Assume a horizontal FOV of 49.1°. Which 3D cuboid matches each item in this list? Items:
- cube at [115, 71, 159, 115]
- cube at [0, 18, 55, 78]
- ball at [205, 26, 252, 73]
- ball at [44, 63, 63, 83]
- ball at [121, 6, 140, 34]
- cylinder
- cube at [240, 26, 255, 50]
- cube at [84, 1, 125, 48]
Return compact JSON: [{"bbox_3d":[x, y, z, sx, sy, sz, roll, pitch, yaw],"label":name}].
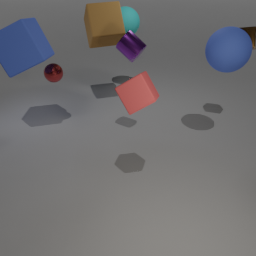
[{"bbox_3d":[0.230,-0.826,6.505,0.700,0.700,0.700,-27,8,19],"label":"cube"},{"bbox_3d":[-3.578,-2.752,9.499,1.400,1.400,1.400,-23,22,9],"label":"cube"},{"bbox_3d":[3.164,-2.465,8.847,1.400,1.400,1.400,0,28,0],"label":"ball"},{"bbox_3d":[-2.751,-2.034,10.348,0.700,0.700,0.700,0,28,0],"label":"ball"},{"bbox_3d":[-0.125,-5.163,13.644,1.400,1.400,1.400,0,28,0],"label":"ball"},{"bbox_3d":[0.100,-2.531,8.713,0.700,0.700,0.700,42,34,-4],"label":"cylinder"},{"bbox_3d":[4.198,-3.182,10.003,0.700,0.700,0.700,5,10,26],"label":"cube"},{"bbox_3d":[-1.036,-4.380,11.984,1.400,1.400,1.400,-11,0,-13],"label":"cube"}]
